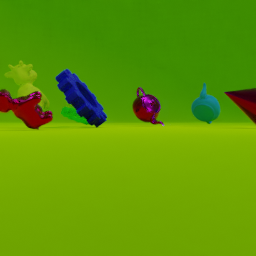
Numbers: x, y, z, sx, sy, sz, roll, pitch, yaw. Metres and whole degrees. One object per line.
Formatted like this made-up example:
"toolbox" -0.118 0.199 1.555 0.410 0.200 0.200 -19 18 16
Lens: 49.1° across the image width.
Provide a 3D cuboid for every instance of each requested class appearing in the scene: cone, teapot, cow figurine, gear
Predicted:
"cone" 3.252 -0.811 7.831 1.173 1.169 1.169 19 3 4
"teapot" 3.244 -0.921 11.600 1.168 1.878 0.920 3 40 33
"cow figurine" -2.874 -0.995 7.962 0.868 1.555 1.581 -18 40 6
"cow figurine" -2.247 -0.364 5.842 1.066 1.083 0.594 -27 25 -4
"gear" -1.381 -0.901 8.488 0.357 1.929 1.929 -37 -5 9
"gear" -1.932 -0.455 11.069 1.400 0.259 1.400 16 -11 3
"teapot" 0.895 -0.848 11.986 1.263 2.031 0.995 -21 -12 -36
